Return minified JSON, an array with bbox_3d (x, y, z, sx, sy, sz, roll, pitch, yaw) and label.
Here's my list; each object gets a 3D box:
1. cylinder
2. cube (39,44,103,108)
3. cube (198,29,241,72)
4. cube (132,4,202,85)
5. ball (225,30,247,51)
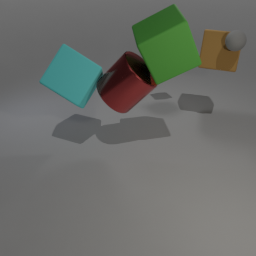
[{"bbox_3d":[-0.028,-1.407,8.750,1.400,1.400,1.400,33,34,-26],"label":"cylinder"},{"bbox_3d":[-1.758,-1.609,9.099,1.400,1.400,1.400,32,-1,-3],"label":"cube"},{"bbox_3d":[3.591,-3.029,10.953,1.400,1.400,1.400,11,19,14],"label":"cube"},{"bbox_3d":[1.081,-2.389,8.027,1.400,1.400,1.400,-24,40,13],"label":"cube"},{"bbox_3d":[3.731,-3.020,9.698,0.700,0.700,0.700,0,29,0],"label":"ball"}]
